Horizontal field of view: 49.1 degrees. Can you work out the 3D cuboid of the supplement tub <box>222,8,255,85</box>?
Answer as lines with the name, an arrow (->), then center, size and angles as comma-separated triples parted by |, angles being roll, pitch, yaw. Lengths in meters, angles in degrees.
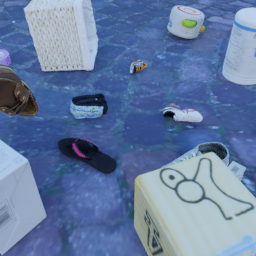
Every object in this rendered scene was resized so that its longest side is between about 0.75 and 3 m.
supplement tub -> 4.764, -3.165, 10.913 | 1.670, 2.531, 1.670 | -1, 40, 1

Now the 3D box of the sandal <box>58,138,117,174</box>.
sandal -> -1.170, 0.647, 8.007 | 1.972, 0.444, 0.741 | 23, 45, 25

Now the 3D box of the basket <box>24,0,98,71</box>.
basket -> -2.652, -4.223, 12.051 | 2.291, 2.849, 2.824 | -5, 40, 4

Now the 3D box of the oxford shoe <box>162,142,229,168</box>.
oxford shoe -> 1.532, 1.068, 7.257 | 2.757, 0.796, 1.036 | -22, 48, -21

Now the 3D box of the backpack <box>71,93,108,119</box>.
backpack -> -1.369, -0.735, 9.456 | 1.137, 0.874, 0.927 | 4, 39, -28

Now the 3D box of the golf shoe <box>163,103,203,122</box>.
golf shoe -> 1.799, -0.384, 9.247 | 1.324, 0.481, 0.610 | 16, 46, 31

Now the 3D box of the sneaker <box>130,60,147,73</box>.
sneaker -> 0.431, -2.597, 11.904 | 0.409, 0.415, 1.060 | 24, 45, 19

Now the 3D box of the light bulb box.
light bulb box -> -3.024, 1.258, 6.100 | 1.980, 1.963, 1.236 | 26, 46, 29

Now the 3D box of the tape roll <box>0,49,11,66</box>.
tape roll -> -5.887, -2.997, 12.350 | 1.316, 0.432, 1.316 | 0, 39, 0

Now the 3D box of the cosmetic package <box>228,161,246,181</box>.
cosmetic package -> 2.497, 1.325, 6.821 | 0.345, 0.944, 0.489 | 31, 48, 30

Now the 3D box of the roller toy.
roller toy -> 2.991, -5.472, 14.601 | 1.709, 1.309, 1.873 | 38, 44, 27

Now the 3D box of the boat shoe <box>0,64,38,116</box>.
boat shoe -> -3.162, -0.894, 7.615 | 1.055, 2.931, 0.990 | -43, 87, -2

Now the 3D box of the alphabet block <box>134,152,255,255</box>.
alphabet block -> 1.313, 1.918, 5.384 | 1.877, 1.887, 1.922 | -13, 42, -17
